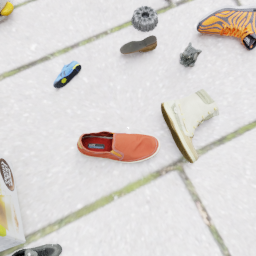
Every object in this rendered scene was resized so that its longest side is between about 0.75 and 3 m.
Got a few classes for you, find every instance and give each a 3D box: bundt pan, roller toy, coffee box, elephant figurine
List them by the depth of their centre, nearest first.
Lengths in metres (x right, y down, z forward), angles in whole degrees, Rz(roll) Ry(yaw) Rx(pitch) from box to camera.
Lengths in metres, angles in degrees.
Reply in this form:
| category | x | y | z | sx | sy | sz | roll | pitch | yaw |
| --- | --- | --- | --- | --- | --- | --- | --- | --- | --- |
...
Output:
| category | x | y | z | sx | sy | sz | roll | pitch | yaw |
| --- | --- | --- | --- | --- | --- | --- | --- | --- | --- |
| coffee box | -4.642 | 2.039 | 7.398 | 2.658 | 2.628 | 2.654 | -20 | 61 | -7 |
| elephant figurine | 2.235 | -2.644 | 9.893 | 0.738 | 1.042 | 0.809 | 6 | 73 | 2 |
| roller toy | -5.152 | -4.792 | 10.536 | 1.556 | 1.087 | 1.419 | -14 | 77 | 6 |
| bundt pan | 0.660 | -4.248 | 10.735 | 1.078 | 0.404 | 1.078 | 0 | 72 | -1 |

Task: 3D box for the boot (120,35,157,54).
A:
| category | x | y | z | sx | sy | sz | roll | pitch | yaw |
| --- | --- | --- | --- | --- | --- | --- | --- | --- | --- |
| boot | 0.403 | -2.912 | 10.268 | 1.408 | 0.531 | 0.518 | -14 | 67 | 6 |

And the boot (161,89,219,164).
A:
| category | x | y | z | sx | sy | sz | roll | pitch | yaw |
| --- | --- | --- | --- | --- | --- | --- | --- | --- | --- |
| boot | 2.265 | -0.116 | 9.243 | 1.736 | 0.809 | 2.245 | -21 | 72 | -7 |

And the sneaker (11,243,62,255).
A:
| category | x | y | z | sx | sy | sz | roll | pitch | yaw |
| --- | --- | --- | --- | --- | --- | --- | --- | --- | --- |
| sneaker | -2.689 | 3.693 | 8.103 | 1.512 | 0.684 | 0.502 | -8 | 74 | -3 |

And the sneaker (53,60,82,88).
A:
| category | x | y | z | sx | sy | sz | roll | pitch | yaw |
| --- | --- | --- | --- | --- | --- | --- | --- | --- | --- |
| sneaker | -2.249 | -1.936 | 10.041 | 0.496 | 0.417 | 1.265 | 38 | 76 | 25 |

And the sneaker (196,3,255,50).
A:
| category | x | y | z | sx | sy | sz | roll | pitch | yaw |
| --- | --- | --- | --- | --- | --- | --- | --- | --- | --- |
| sneaker | 3.958 | -3.593 | 10.190 | 2.719 | 1.055 | 1.523 | -14 | 72 | -4 |

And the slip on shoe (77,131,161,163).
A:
| category | x | y | z | sx | sy | sz | roll | pitch | yaw |
| --- | --- | --- | --- | --- | --- | --- | --- | --- | --- |
| slip on shoe | -0.306 | 0.555 | 9.011 | 2.737 | 0.838 | 1.014 | 3 | 71 | -1 |
